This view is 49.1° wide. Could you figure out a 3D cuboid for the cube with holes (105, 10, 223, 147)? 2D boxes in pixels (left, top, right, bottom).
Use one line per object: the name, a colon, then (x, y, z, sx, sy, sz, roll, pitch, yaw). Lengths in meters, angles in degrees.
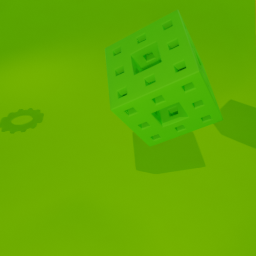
cube with holes: (0.556, -0.713, 4.482, 1.291, 1.291, 1.291, -22, 54, 21)
